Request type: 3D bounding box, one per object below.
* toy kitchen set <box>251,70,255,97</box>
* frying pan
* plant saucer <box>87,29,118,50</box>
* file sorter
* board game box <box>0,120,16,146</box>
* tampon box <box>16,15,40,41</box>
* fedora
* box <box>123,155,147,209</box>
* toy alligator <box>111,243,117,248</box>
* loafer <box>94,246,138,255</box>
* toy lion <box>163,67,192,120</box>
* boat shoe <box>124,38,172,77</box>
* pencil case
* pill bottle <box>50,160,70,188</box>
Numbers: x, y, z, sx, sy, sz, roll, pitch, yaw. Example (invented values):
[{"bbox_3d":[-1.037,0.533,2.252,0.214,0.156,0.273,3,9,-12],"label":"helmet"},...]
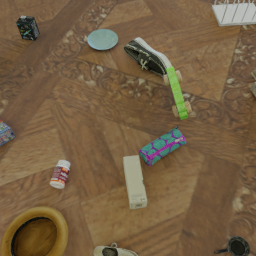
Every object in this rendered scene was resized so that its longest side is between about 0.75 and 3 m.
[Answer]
[{"bbox_3d":[5.898,-2.231,10.771,1.998,1.803,1.630,-11,57,-12],"label":"toy kitchen set"},{"bbox_3d":[3.031,3.555,8.051,1.021,0.166,0.618,-31,61,-16],"label":"frying pan"},{"bbox_3d":[-1.150,-3.974,12.811,1.393,0.268,1.393,0,57,0],"label":"plant saucer"},{"bbox_3d":[5.432,-5.975,13.460,2.163,1.347,1.501,-4,58,-3],"label":"file sorter"},{"bbox_3d":[-5.527,0.304,9.837,2.114,0.652,2.112,33,62,19],"label":"board game box"},{"bbox_3d":[-4.558,-4.559,12.803,0.677,0.904,0.570,11,58,7],"label":"tampon box"},{"bbox_3d":[-2.544,3.208,7.904,1.922,0.784,1.922,-2,61,3],"label":"fedora"},{"bbox_3d":[0.210,1.714,8.950,0.539,0.648,1.577,-7,59,-4],"label":"box"},{"bbox_3d":[-0.753,3.730,7.852,0.415,0.301,1.252,32,63,19],"label":"toy alligator"},{"bbox_3d":[-0.277,3.570,7.705,1.332,0.455,0.504,16,61,-13],"label":"loafer"},{"bbox_3d":[1.701,-1.237,9.752,0.683,1.907,1.990,-16,79,11],"label":"toy lion"},{"bbox_3d":[0.812,-2.805,11.726,0.853,0.947,2.679,-30,55,-18],"label":"boat shoe"},{"bbox_3d":[1.189,0.637,9.586,1.626,0.751,0.692,-31,98,-15],"label":"pencil case"},{"bbox_3d":[-2.200,1.507,9.170,0.478,0.478,0.837,9,59,6],"label":"pill bottle"}]
